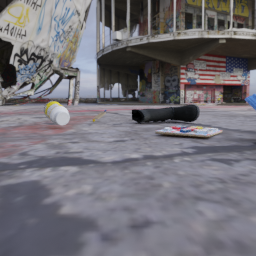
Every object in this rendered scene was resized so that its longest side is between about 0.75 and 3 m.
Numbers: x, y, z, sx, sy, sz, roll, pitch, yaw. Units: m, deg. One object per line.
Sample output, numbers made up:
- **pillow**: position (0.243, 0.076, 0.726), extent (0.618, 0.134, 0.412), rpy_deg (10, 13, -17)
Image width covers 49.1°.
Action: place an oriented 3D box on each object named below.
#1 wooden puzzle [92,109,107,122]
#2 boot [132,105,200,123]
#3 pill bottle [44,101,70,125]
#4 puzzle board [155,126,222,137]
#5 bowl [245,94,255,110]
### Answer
- **wooden puzzle**: position (-1.145, -0.486, 11.424), extent (0.774, 0.090, 0.522), rpy_deg (-37, 20, -12)
- **boot**: position (1.380, -0.535, 10.529), extent (2.062, 0.677, 1.700), rpy_deg (0, -4, -28)
- **pill bottle**: position (-2.215, -0.443, 8.776), extent (0.594, 0.594, 1.060), rpy_deg (-4, 21, -33)
- **puzzle board**: position (1.617, 0.063, 7.224), extent (1.283, 0.148, 1.702), rpy_deg (3, 5, 29)
- **bowl**: position (2.951, -0.231, 5.775), extent (1.246, 0.245, 1.246), rpy_deg (38, 21, -17)
